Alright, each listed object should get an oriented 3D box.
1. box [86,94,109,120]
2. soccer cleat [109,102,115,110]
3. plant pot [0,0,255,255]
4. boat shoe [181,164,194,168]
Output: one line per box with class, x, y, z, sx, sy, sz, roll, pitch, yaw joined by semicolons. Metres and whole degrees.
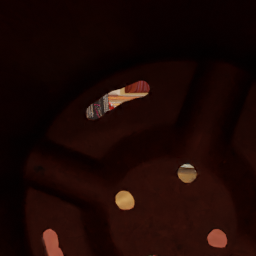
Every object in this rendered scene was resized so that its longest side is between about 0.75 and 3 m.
box;-1.715;-0.662;9.138;1.635;1.883;2.850;-5;8;-17
soccer cleat;-1.581;-0.912;14.628;1.078;0.868;2.530;14;18;26
plant pot;0.033;0.475;0.396;2.444;2.444;2.377;1;0;9
boat shoe;0.950;0.298;6.473;0.839;0.745;2.245;-2;8;-17
